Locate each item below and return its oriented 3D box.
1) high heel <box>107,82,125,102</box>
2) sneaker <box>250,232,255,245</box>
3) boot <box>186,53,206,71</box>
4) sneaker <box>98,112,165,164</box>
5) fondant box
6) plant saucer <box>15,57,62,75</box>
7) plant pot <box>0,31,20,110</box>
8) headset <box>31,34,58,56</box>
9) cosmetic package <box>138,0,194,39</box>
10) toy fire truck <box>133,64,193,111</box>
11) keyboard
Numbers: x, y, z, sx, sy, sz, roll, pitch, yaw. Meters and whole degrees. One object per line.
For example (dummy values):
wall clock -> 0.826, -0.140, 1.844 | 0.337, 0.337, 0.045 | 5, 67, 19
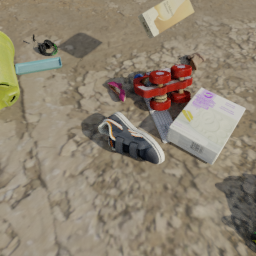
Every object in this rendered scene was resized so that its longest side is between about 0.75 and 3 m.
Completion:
high heel -> -0.525, -1.658, 12.711 | 0.695, 0.488, 1.449 | 0, 45, -13
sneaker -> 4.395, 3.622, 8.405 | 0.564, 0.516, 1.324 | -27, 55, -21
boot -> 3.552, -3.411, 14.265 | 0.878, 0.422, 1.200 | -12, 55, -16
sneaker -> 0.027, 0.562, 10.542 | 1.158, 1.144, 2.917 | -32, 51, -25
fondant box -> 3.134, -0.182, 11.228 | 2.057, 0.830, 2.851 | 30, 54, 19
plant saucer -> -4.490, -3.117, 14.146 | 2.268, 0.215, 0.793 | -12, 51, -10
plant pot -> -6.026, -2.301, 12.052 | 2.923, 2.923, 2.688 | -22, 65, -17
headset -> -4.440, -4.410, 14.886 | 1.475, 0.693, 0.911 | 29, 55, 8
cosmetic package -> 1.481, -4.423, 10.911 | 1.926, 1.013, 0.684 | -34, 17, -4
toy fire truck -> 1.431, -2.005, 12.488 | 2.731, 1.532, 2.294 | -19, 32, -24
keyboard -> 1.437, -0.475, 12.012 | 0.751, 0.142, 2.668 | -12, 51, -9
